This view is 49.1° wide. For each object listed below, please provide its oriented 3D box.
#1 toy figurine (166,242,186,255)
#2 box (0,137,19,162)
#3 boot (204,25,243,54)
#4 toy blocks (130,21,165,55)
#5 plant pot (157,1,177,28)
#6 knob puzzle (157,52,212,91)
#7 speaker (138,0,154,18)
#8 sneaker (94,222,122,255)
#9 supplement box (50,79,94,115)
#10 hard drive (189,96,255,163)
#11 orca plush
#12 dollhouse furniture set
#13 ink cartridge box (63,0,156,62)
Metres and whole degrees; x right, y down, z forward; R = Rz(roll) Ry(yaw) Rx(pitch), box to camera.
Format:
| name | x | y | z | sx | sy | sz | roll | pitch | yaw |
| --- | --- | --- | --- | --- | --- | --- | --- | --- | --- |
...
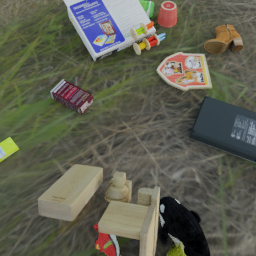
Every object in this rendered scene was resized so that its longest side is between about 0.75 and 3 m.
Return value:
| name | x | y | z | sx | sy | sz | roll | pitch | yaw |
| --- | --- | --- | --- | --- | --- | --- | --- | --- | --- |
| toy figurine | 0.894 | 3.846 | 5.909 | 1.433 | 1.262 | 2.393 | -19 | 59 | -5 |
| box | -3.772 | 0.684 | 8.429 | 0.802 | 0.191 | 0.489 | -37 | 65 | -21 |
| boot | 3.567 | -3.517 | 10.790 | 1.590 | 0.610 | 1.234 | -6 | 59 | -5 |
| toy blocks | 0.791 | -3.485 | 10.466 | 1.297 | 1.081 | 0.471 | -30 | 47 | -14 |
| plant pot | 1.620 | -4.685 | 11.447 | 0.845 | 0.747 | 0.845 | 0 | 58 | 1 |
| knob puzzle | 1.983 | -2.134 | 10.130 | 2.053 | 0.285 | 2.053 | 0 | 59 | 0 |
| speaker | 0.278 | -5.015 | 11.698 | 1.561 | 0.690 | 0.690 | 9 | 59 | 6 |
| sneaker | -0.503 | 2.924 | 6.881 | 0.577 | 0.524 | 1.360 | -18 | 47 | -8 |
| supplement box | -1.867 | -1.054 | 9.392 | 1.278 | 0.389 | 0.695 | 29 | 62 | 18 |
| hard drive | 3.269 | 0.015 | 8.725 | 2.351 | 0.387 | 1.641 | 21 | 61 | 13 |
| orca plush | 1.411 | 2.648 | 6.840 | 1.199 | 0.810 | 2.279 | -10 | 59 | -6 |
| dollhouse furniture set | -0.579 | 2.416 | 6.694 | 2.516 | 2.050 | 2.393 | 5 | 18 | 14 |
| ink cartridge box | -0.752 | -4.292 | 10.724 | 2.714 | 0.645 | 2.746 | -28 | 84 | -15 |
